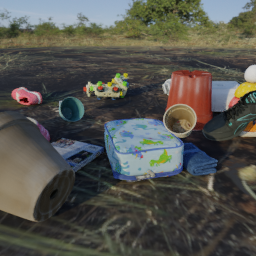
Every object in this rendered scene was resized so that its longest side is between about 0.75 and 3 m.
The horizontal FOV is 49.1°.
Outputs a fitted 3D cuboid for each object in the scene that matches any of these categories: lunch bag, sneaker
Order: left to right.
[{"bbox_3d":[-5.196,-1.555,13.838,1.973,0.727,0.856,12,25,28],"label":"sneaker"},{"bbox_3d":[0.406,0.509,7.950,1.988,1.020,2.473,-6,21,-12],"label":"lunch bag"},{"bbox_3d":[3.524,-0.554,8.634,2.766,1.096,1.043,-28,46,18],"label":"sneaker"}]

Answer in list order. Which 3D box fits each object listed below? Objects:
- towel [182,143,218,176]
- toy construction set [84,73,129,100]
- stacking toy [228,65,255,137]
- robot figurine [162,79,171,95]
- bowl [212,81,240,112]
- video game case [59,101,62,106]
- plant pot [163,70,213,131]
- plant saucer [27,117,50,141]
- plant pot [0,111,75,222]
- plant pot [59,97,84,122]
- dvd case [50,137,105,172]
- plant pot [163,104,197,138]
[{"bbox_3d":[1.818,0.833,8.025,0.846,0.368,1.515,-7,22,-15],"label":"towel"},{"bbox_3d":[-1.105,-2.180,14.859,2.541,1.170,1.666,-10,46,-4],"label":"toy construction set"},{"bbox_3d":[4.315,-1.025,10.045,1.764,2.414,1.764,-1,21,0],"label":"stacking toy"},{"bbox_3d":[2.654,-2.298,15.513,1.633,0.922,1.385,-16,5,-38],"label":"robot figurine"},{"bbox_3d":[4.323,-1.588,13.363,2.665,0.995,2.661,4,22,18],"label":"bowl"},{"bbox_3d":[-3.020,-1.219,13.838,0.731,0.094,0.804,-5,21,-11],"label":"video game case"},{"bbox_3d":[2.440,-1.184,11.057,2.051,1.995,2.051,0,20,0],"label":"plant pot"},{"bbox_3d":[-3.979,0.233,9.183,2.685,0.680,2.685,0,21,0],"label":"plant saucer"},{"bbox_3d":[-2.188,0.963,5.850,1.804,2.079,2.079,28,30,20],"label":"plant pot"},{"bbox_3d":[-2.387,-0.690,11.429,1.010,1.010,0.680,-14,-3,-33],"label":"plant pot"},{"bbox_3d":[-2.060,0.898,8.076,1.754,0.216,2.459,10,23,27],"label":"dvd case"},{"bbox_3d":[1.351,-0.099,7.156,0.800,0.800,0.733,7,-17,18],"label":"plant pot"}]
